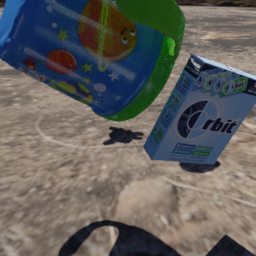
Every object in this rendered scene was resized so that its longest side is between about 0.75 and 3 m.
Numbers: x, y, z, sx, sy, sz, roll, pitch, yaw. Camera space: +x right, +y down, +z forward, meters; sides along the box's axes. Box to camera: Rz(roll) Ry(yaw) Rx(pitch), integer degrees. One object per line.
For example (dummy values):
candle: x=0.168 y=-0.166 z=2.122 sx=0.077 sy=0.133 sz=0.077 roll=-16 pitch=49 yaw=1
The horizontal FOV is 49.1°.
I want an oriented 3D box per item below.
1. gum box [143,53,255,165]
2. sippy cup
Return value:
gum box: x=1.082 y=-0.164 z=3.969 sx=1.268 sy=1.492 sz=0.332 roll=8 pitch=30 yaw=-31
sippy cup: x=-0.642 y=-1.263 z=3.860 sx=1.903 sy=2.596 sz=2.039 roll=17 pitch=46 yaw=-35
